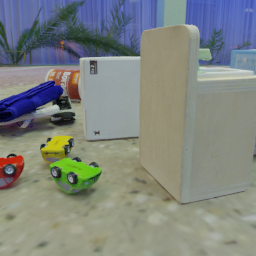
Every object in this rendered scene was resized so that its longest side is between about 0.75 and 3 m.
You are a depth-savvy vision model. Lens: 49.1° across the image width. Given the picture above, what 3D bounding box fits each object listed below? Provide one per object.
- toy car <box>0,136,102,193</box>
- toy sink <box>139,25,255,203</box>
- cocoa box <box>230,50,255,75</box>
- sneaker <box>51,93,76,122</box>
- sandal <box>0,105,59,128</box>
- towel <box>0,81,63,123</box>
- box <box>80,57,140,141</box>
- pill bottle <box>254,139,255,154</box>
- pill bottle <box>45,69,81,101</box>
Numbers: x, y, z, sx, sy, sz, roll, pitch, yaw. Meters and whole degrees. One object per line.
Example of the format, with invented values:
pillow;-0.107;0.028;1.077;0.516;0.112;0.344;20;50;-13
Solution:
toy car;-1.523;0.843;5.644;2.342;0.555;2.489;12;21;35
toy sink;1.340;-0.407;5.560;1.672;2.984;1.945;-6;16;-19
cocoa box;4.272;-1.094;8.643;1.696;2.585;1.724;-7;17;-23
sneaker;-2.524;-0.792;10.630;0.878;0.942;2.377;-4;18;-20
sandal;-3.339;-0.266;9.433;2.303;0.566;0.937;-10;15;22
towel;-3.757;-0.854;9.470;2.141;0.718;2.900;-11;17;23
box;-0.250;-0.992;8.696;2.372;2.359;1.550;-3;16;-12
pill bottle;3.311;0.054;7.082;2.291;1.246;1.246;3;16;13
pill bottle;-2.597;-2.147;14.148;2.815;1.579;1.579;5;17;16
